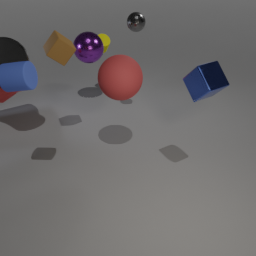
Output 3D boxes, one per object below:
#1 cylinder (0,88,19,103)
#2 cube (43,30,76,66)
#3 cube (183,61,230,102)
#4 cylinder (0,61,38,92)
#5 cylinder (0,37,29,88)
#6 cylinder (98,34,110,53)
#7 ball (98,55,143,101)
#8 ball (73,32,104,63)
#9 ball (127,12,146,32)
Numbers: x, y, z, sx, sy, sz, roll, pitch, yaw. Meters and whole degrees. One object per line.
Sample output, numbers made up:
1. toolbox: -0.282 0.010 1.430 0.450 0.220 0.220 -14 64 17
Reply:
1. cylinder: -4.928 -1.953 11.190 1.400 1.400 1.400 -36 36 -2
2. cube: -2.227 -2.593 9.098 0.700 0.700 0.700 27 22 -41
3. cube: 1.960 -1.172 7.081 0.700 0.700 0.700 -19 -10 -27
4. cylinder: -2.708 -1.263 6.904 0.700 0.700 0.700 -4 28 10
5. cylinder: -4.287 -2.222 9.684 1.400 1.400 1.400 -21 5 -32
6. cylinder: -1.284 -4.127 13.719 0.700 0.700 0.700 -12 -11 -21
7. ball: -0.240 -1.555 8.689 1.400 1.400 1.400 0 29 0
8. ball: -1.803 -3.664 12.784 1.400 1.400 1.400 0 29 0
9. ball: 0.303 -3.938 10.411 0.700 0.700 0.700 0 29 0
